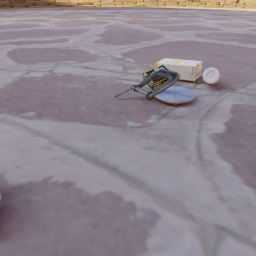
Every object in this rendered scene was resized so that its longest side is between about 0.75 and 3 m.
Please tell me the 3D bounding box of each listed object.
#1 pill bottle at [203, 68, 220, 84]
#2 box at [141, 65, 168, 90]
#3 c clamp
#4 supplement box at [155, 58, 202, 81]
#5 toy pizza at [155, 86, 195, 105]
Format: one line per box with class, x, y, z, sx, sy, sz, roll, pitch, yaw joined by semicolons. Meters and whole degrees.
pill bottle;3.196;-2.003;10.821;0.595;0.595;1.072;7;10;13
box;1.163;-1.970;10.843;0.957;0.296;1.198;-21;35;-4
c clamp;0.664;-1.291;8.913;1.805;0.286;2.112;-37;23;-10
supplement box;2.122;-2.471;11.766;1.722;0.633;1.085;12;27;26
toy pizza;1.608;-1.112;9.676;1.402;0.222;1.402;0;29;0
